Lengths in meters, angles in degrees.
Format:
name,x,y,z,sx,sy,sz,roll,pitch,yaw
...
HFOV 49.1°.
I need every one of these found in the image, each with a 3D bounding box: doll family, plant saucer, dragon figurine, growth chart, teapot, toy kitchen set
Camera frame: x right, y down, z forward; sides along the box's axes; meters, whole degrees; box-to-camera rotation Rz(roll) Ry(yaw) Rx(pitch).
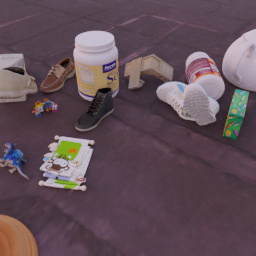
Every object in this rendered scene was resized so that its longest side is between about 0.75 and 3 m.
name,x,y,z,sx,sy,sz,roll,pitch,yaw
doll family,-2.991,-0.804,10.052,0.933,0.420,0.579,-16,43,-18
plant saucer,-3.220,2.864,5.717,2.614,0.489,2.614,0,41,0
dragon figurine,-3.209,0.891,8.064,1.448,0.426,0.720,21,45,25
growth chart,-1.787,0.963,8.185,1.513,0.185,2.091,2,40,4
teapot,5.291,-2.960,11.239,2.919,2.160,2.957,2,41,3
toy kitchen set,0.799,-2.016,11.496,1.518,1.369,1.238,-6,70,46

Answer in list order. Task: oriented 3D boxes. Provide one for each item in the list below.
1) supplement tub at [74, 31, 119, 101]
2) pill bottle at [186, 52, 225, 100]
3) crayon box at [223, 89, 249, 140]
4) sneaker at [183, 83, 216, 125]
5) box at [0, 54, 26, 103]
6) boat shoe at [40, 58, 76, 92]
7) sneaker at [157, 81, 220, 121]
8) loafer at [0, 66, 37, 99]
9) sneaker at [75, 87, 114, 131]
name,x,y,z,sx,sy,sz,roll,pitch,yaw
supplement tub,-1.149,-2.267,10.380,1.605,2.208,1.605,0,41,0
pill bottle,2.903,-2.027,10.886,1.207,1.207,2.203,1,41,1
crayon box,3.583,-0.485,9.284,0.457,0.932,1.569,16,43,18
sneaker,2.046,-0.806,8.264,0.748,1.959,0.789,-13,60,21
box,-4.596,-2.038,11.118,1.000,0.832,2.435,-7,42,-17
boat shoe,-2.902,-2.208,11.425,0.810,0.768,2.140,12,42,14
sneaker,1.951,-0.906,9.798,2.303,0.881,0.930,26,50,26
loafer,-3.470,-1.491,8.800,0.987,0.891,2.608,1,15,-8
sneaker,-1.169,-0.680,9.502,0.665,0.944,1.777,23,46,25
